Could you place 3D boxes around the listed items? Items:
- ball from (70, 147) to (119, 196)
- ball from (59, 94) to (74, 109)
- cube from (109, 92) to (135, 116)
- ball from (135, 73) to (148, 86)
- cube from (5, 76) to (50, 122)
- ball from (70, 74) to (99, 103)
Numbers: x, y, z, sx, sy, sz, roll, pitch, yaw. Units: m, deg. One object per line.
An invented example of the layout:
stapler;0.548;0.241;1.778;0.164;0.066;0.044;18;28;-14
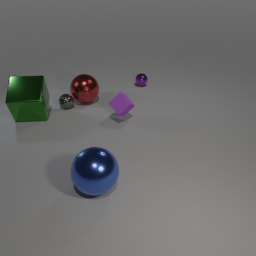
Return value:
ball;-0.955;1.243;8.113;1.400;1.400;1.400;0;30;0
ball;-2.891;-1.255;13.122;0.700;0.700;0.700;0;30;0
cube;-0.252;-0.998;11.833;0.700;0.700;0.700;51;13;11
ball;0.750;-2.681;15.532;0.700;0.700;0.700;0;30;0
cube;-4.199;-1.235;11.896;1.400;1.400;1.400;-3;58;-5
ball;-2.091;-1.899;13.527;1.400;1.400;1.400;0;30;0
